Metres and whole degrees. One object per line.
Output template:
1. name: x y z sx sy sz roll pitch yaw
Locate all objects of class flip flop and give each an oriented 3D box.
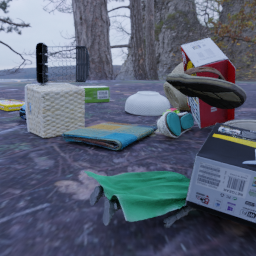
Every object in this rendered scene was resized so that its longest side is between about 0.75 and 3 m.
1. flip flop: 1.665 -1.016 6.216 0.945 0.671 2.330 38 0 -25

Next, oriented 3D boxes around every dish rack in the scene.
1. dish rack: -2.006 -1.984 8.684 1.640 1.258 0.447 3 10 11

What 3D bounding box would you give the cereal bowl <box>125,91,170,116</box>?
1. cereal bowl: 0.930 -1.219 13.086 2.124 0.884 2.124 3 15 -1

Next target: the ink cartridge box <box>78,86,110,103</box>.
1. ink cartridge box: -2.306 -2.213 17.962 1.832 0.939 2.478 -4 11 -16

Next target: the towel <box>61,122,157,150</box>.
1. towel: -0.424 0.163 8.354 1.885 0.279 2.571 7 11 26

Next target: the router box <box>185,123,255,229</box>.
1. router box: 2.359 0.727 3.800 2.724 0.711 2.141 14 17 21

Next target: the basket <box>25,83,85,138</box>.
1. basket: -2.276 -0.586 8.923 1.577 1.563 1.268 -10 20 -39

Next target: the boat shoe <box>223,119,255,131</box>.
1. boat shoe: 3.366 0.298 6.550 2.710 0.906 0.772 5 2 2

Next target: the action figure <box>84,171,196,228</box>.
1. action figure: 0.474 0.941 3.877 1.946 0.532 1.150 5 20 -33

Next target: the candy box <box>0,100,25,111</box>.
1. candy box: -6.133 -1.208 14.674 1.294 0.334 2.532 -14 18 -41

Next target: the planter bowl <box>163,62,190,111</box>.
1. planter bowl: 2.819 -1.899 13.666 1.722 2.558 2.558 -29 17 -7

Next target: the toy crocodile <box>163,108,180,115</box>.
1. toy crocodile: 1.800 -0.611 11.565 0.505 0.462 1.497 6 13 24

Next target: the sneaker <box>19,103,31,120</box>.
1. sneaker: -3.479 -0.532 10.713 1.177 1.025 2.616 -26 18 -26

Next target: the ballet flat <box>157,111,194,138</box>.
1. ballet flat: 1.370 -0.096 8.757 0.819 0.819 2.360 7 8 29

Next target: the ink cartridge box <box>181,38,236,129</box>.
1. ink cartridge box: 2.583 -1.282 9.071 1.022 2.438 2.140 -15 39 3
